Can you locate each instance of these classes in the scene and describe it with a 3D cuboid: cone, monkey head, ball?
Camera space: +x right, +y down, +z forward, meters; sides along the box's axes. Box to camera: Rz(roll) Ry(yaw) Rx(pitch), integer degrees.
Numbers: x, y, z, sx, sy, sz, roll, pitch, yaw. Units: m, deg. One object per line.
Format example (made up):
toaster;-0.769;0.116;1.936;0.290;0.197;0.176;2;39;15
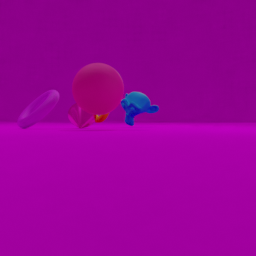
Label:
cone;-1.369;-0.194;8.196;0.864;0.864;0.867;0;28;-5
monkey head;0.289;-0.726;10.401;1.632;1.174;0.983;26;35;34
ball;-0.718;-0.936;6.764;1.242;1.242;1.242;0;1;0

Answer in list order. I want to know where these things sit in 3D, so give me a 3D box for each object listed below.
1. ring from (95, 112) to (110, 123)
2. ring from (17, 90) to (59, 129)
ring;-0.869;-0.679;9.067;0.212;1.061;1.061;16;-8;-34
ring;-2.537;-0.548;7.931;1.445;1.445;0.289;2;-42;53
